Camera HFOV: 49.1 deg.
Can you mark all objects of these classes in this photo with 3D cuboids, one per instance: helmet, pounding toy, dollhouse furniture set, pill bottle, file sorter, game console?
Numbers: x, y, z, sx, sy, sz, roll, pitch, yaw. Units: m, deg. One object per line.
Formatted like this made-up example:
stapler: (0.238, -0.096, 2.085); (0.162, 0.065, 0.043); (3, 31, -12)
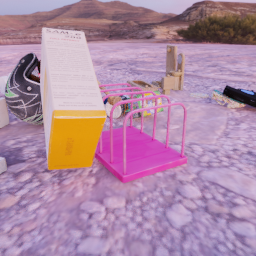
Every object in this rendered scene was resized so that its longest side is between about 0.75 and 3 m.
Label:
helmet: (-2.842, -1.094, 8.912); (2.133, 2.133, 2.033); (-1, 63, -3)
pounding toy: (-1.245, -0.686, 8.172); (2.021, 1.776, 0.925); (-15, 25, -34)
dollhouse furniture set: (1.372, -2.858, 13.567); (2.528, 2.060, 2.404); (-7, 22, -19)
pill bottle: (-4.834, -2.092, 12.931); (1.078, 1.078, 1.947); (17, 27, 39)
pill bottle: (-0.262, -0.828, 10.153); (0.668, 0.668, 1.258); (9, 23, 24)
file sorter: (0.013, -0.115, 6.942); (1.761, 1.589, 2.534); (-11, 23, -29)
game console: (4.788, -1.367, 11.458); (1.742, 0.356, 2.954); (25, 21, 13)

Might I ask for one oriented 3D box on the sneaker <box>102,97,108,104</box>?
sneaker: (-0.784, -1.118, 11.408); (0.936, 0.328, 0.365); (18, 34, 42)

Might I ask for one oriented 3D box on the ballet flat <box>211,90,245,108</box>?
ballet flat: (3.890, -1.054, 10.983); (1.400, 0.448, 0.530); (33, 27, 31)

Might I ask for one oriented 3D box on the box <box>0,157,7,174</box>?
box: (-3.586, 0.995, 5.774); (1.268, 0.335, 1.626); (7, 21, 19)

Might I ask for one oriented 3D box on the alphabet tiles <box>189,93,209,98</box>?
alphabet tiles: (3.249, -1.494, 12.791); (0.824, 0.061, 0.842); (-15, 25, -36)

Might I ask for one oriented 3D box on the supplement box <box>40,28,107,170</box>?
supplement box: (-1.322, -0.680, 6.122); (0.991, 1.698, 2.695); (-2, 51, -21)

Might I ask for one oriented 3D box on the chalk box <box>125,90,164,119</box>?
chalk box: (0.465, -0.769, 9.559); (1.219, 0.755, 0.758); (-16, 6, -28)

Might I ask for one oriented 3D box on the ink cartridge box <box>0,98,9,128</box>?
ink cartridge box: (-5.060, -0.389, 8.606); (2.144, 0.938, 1.557); (5, 20, 10)
